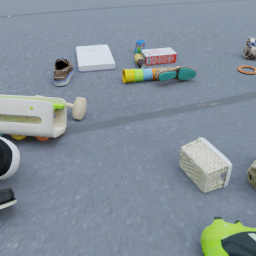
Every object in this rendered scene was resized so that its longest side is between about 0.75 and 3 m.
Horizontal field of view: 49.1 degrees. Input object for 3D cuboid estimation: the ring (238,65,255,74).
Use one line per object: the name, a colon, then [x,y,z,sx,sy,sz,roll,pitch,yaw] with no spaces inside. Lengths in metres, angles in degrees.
ring: [5.075,-2.453,11.862,0.839,0.081,0.839,1,35,0]

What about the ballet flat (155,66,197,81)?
ballet flat: [1.812,-2.159,10.784,1.740,0.613,0.568,-6,40,-23]

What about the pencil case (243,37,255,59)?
pencil case: [6.401,-3.613,12.721,2.085,0.933,0.811,3,28,3]

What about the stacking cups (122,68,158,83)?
stacking cups: [0.728,-2.093,11.067,1.882,0.569,0.569,-6,36,-16]

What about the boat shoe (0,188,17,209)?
boat shoe: [-3.577,1.476,5.612,2.518,0.789,0.921,-7,-6,-8]

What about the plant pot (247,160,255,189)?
plant pot: [3.429,0.914,6.364,1.203,1.314,1.314,-33,46,-21]

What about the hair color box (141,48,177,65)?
hair color box: [1.367,-3.231,12.612,1.437,0.459,0.797,-7,37,-12]

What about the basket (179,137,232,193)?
basket: [1.796,0.885,6.697,0.699,0.769,1.134,-18,40,-17]

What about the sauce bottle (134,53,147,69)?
sauce bottle: [0.549,-2.885,12.224,0.382,0.382,1.156,-8,39,-12]

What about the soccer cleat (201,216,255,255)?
soccer cleat: [2.667,2.231,4.833,2.727,0.921,1.105,0,45,10]

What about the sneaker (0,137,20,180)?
sneaker: [-3.948,0.537,6.169,2.877,1.051,1.609,8,-4,27]

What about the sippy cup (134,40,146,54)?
sippy cup: [0.607,-3.905,13.441,0.607,0.567,0.773,-14,38,-19]

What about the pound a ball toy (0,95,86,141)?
pound a ball toy: [-2.833,-0.315,8.243,2.874,1.221,1.874,4,11,6]

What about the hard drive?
hard drive: [-1.513,-3.200,12.692,1.545,0.297,2.341,-7,36,-9]

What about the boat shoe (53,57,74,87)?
boat shoe: [-2.576,-2.432,11.273,0.722,0.724,2.000,-3,36,-4]
